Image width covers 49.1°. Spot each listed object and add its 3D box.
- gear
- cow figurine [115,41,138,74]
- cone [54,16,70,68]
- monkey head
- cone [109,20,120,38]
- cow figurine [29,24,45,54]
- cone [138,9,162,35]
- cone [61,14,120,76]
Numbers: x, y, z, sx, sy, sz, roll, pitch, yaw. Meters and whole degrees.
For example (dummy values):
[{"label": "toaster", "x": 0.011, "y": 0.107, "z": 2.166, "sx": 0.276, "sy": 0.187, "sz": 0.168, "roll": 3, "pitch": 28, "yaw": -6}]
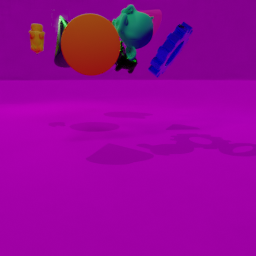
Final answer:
[{"label": "gear", "x": 1.103, "y": -2.010, "z": 7.286, "sx": 0.277, "sy": 1.499, "sz": 1.499, "roll": 39, "pitch": 19, "yaw": 7}, {"label": "cow figurine", "x": -0.134, "y": -2.879, "z": 11.442, "sx": 1.352, "sy": 0.742, "sz": 1.330, "roll": 7, "pitch": -32, "yaw": -23}, {"label": "cone", "x": -1.967, "y": -3.049, "z": 9.246, "sx": 1.513, "sy": 1.519, "sz": 1.513, "roll": -22, "pitch": -9, "yaw": -4}, {"label": "monkey head", "x": 0.044, "y": -2.294, "z": 6.719, "sx": 0.932, "sy": 1.547, "sz": 1.113, "roll": 38, "pitch": -34, "yaw": -26}, {"label": "cone", "x": -0.914, "y": -3.277, "z": 11.722, "sx": 1.662, "sy": 1.668, "sz": 1.662, "roll": -13, "pitch": -21, "yaw": -5}, {"label": "cow figurine", "x": -3.166, "y": -3.107, "z": 9.748, "sx": 0.567, "sy": 1.033, "sz": 1.017, "roll": -1, "pitch": 11, "yaw": -18}, {"label": "cone", "x": 0.417, "y": -3.568, "z": 9.099, "sx": 0.982, "sy": 0.978, "sz": 0.978, "roll": 15, "pitch": 3, "yaw": -29}, {"label": "cone", "x": -0.954, "y": -1.931, "z": 6.477, "sx": 1.263, "sy": 1.263, "sz": 1.267, "roll": -3, "pitch": 19, "yaw": -17}]
